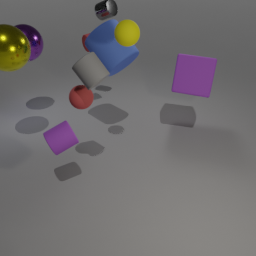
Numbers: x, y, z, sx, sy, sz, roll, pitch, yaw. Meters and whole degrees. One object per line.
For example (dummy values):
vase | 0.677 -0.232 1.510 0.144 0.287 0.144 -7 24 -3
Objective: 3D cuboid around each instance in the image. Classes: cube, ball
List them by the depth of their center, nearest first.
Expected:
ball | -0.024 -2.574 7.612 0.700 0.700 0.700 0 30 0
ball | -1.340 -0.882 8.029 0.700 0.700 0.700 0 30 0
ball | -3.708 -2.431 8.559 1.400 1.400 1.400 0 30 0
cube | 2.528 -2.000 10.755 1.400 1.400 1.400 11 12 12
ball | -4.011 -3.295 10.884 1.400 1.400 1.400 0 30 0

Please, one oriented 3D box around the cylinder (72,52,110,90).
cylinder | -0.942 -1.448 7.137 0.700 0.700 0.700 -37 7 5

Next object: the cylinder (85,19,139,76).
cylinder | -0.557 -2.777 9.810 1.400 1.400 1.400 -36 0 0

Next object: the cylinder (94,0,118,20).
cylinder | -0.901 -4.892 11.573 0.700 0.700 0.700 -2 23 39

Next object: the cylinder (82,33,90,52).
cylinder | -1.451 -3.594 11.650 0.700 0.700 0.700 -24 37 -26

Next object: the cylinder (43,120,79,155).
cylinder | -1.787 0.261 7.509 0.700 0.700 0.700 -31 37 -8
